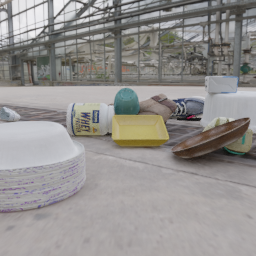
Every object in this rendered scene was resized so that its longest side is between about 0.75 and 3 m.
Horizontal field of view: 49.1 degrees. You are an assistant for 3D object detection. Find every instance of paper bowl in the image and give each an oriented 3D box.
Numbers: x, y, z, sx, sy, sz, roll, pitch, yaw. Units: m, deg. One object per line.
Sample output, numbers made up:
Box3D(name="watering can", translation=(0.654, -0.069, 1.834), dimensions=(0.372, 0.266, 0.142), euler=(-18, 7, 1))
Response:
Box3D(name="paper bowl", translation=(-1.786, 0.493, 4.842), dimensions=(2.076, 1.080, 2.076), euler=(-1, 10, 0))

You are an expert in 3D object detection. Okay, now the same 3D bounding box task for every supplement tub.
Box3D(name="supplement tub", translation=(-1.165, -0.288, 9.001), dimensions=(1.429, 1.036, 1.036), euler=(0, 11, 1))

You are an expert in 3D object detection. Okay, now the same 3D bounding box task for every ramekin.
Box3D(name="ramekin", translation=(4.087, -0.681, 10.435), dimensions=(2.644, 1.289, 2.644), euler=(0, 10, 0))

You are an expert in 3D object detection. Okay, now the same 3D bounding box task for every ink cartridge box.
Box3D(name="ink cartridge box", translation=(3.439, -1.644, 10.507), dimensions=(0.993, 0.581, 1.712), euler=(3, 11, 10))

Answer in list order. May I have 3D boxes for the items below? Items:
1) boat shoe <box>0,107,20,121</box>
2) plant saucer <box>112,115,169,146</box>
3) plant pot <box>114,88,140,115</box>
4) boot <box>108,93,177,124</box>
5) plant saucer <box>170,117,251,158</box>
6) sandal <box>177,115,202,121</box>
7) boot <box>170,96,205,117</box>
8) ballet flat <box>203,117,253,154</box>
Box3D(name="boat shoe", translation=(-5.063, -0.522, 12.004), dimensions=(0.486, 0.536, 1.456), euler=(11, 10, -42))
Box3D(name="plant saucer", translation=(0.302, 0.100, 8.012), dimensions=(1.516, 0.367, 1.516), euler=(1, 27, -3))
Box3D(name="plant pot", translation=(-0.052, -0.892, 9.240), dimensions=(0.894, 0.718, 0.894), euler=(-1, 54, 1))
Box3D(name="boot", translation=(0.537, -0.698, 10.106), dimensions=(1.773, 0.852, 2.425), euler=(-33, 40, -14))
Box3D(name="plant saucer", translation=(1.913, 0.263, 6.463), dimensions=(1.917, 0.307, 1.917), euler=(-24, 0, 0))
Box3D(name="sandal", translation=(2.625, -0.445, 11.991), dimensions=(1.045, 0.236, 0.392), euler=(1, 12, 8))
Box3D(name="boot", translation=(2.211, -0.804, 12.466), dimensions=(2.706, 0.984, 1.223), euler=(-2, 14, 33))
Box3D(name="ballet flat", translation=(2.737, 0.072, 7.832), dimensions=(0.829, 0.829, 2.388), euler=(-1, 11, -6))
